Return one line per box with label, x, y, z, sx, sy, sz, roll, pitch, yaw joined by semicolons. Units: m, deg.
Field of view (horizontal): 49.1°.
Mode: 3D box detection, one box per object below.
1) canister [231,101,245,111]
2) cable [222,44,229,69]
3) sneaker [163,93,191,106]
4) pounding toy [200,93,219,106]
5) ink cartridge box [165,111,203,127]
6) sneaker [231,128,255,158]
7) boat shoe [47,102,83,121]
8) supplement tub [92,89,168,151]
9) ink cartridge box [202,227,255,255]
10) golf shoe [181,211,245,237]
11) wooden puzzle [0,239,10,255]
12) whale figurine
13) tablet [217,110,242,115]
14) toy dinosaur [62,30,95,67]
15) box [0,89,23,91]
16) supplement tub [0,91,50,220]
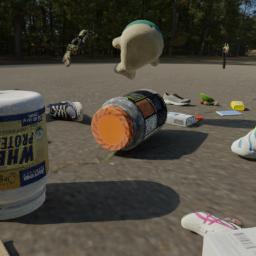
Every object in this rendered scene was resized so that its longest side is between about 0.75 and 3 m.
canister;5.877;-1.175;14.977;0.612;0.357;0.824;4;18;11
cable;4.098;-2.924;11.674;0.273;1.084;0.526;-10;37;9
sneaker;2.762;-1.660;16.034;1.694;0.672;0.626;11;18;29
pounding toy;4.542;-1.503;16.035;1.147;0.532;0.885;31;8;2
ink cartridge box;2.388;-0.574;12.806;1.525;0.450;1.905;12;22;35
sneaker;4.437;0.023;9.029;2.833;1.488;1.073;-11;20;-33
boat shoe;-2.904;-0.726;12.721;1.123;0.905;2.423;-10;11;-28
supplement tub;0.111;-0.310;9.658;1.758;1.758;2.868;9;18;27
ink cartridge box;2.037;1.998;3.869;1.639;0.690;1.185;-3;17;-10
golf shoe;1.514;1.804;5.010;1.134;0.412;0.522;5;18;16
wooden puzzle;-2.430;2.195;4.044;1.405;0.283;1.519;-13;26;-37
whale figurine;0.363;-3.204;11.508;2.094;2.633;1.366;21;50;-13
tablet;5.071;-0.751;14.044;1.069;0.073;0.696;-4;17;-9
toy dinosaur;-1.985;-3.580;11.539;1.074;0.578;2.438;-22;35;49
box;-5.809;-0.946;12.551;1.490;1.293;2.438;16;23;42
supplement tub;-2.566;0.492;5.899;1.723;2.387;1.723;0;15;0
